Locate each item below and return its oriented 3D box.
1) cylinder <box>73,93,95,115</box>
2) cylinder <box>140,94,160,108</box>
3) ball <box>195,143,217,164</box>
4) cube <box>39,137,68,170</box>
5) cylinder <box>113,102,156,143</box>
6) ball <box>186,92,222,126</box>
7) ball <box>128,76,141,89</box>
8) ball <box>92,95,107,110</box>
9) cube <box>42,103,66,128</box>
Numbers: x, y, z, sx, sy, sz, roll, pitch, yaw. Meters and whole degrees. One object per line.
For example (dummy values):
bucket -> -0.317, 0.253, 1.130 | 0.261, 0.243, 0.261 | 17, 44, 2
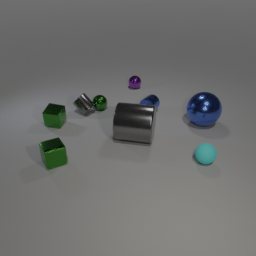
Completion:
cylinder -> -1.948, -1.059, 12.371 | 0.700, 0.700, 0.700 | 47, 36, -6
cylinder -> 0.978, -1.081, 12.650 | 0.700, 0.700, 0.700 | 17, 33, 27
ball -> 2.562, 0.845, 9.226 | 0.700, 0.700, 0.700 | 0, 30, 0
cube -> -2.477, 0.839, 9.281 | 0.700, 0.700, 0.700 | -16, 34, -27
cylinder -> 0.268, -0.201, 10.394 | 1.400, 1.400, 1.400 | 6, 30, 10
ball -> 3.084, -0.767, 11.373 | 1.400, 1.400, 1.400 | 0, 30, 0
ball -> 0.372, -2.477, 15.108 | 0.700, 0.700, 0.700 | 0, 30, 0
ball -> -1.290, -1.170, 12.821 | 0.700, 0.700, 0.700 | 0, 30, 0
cube -> -3.000, -0.502, 11.479 | 0.700, 0.700, 0.700 | 10, 42, 7
